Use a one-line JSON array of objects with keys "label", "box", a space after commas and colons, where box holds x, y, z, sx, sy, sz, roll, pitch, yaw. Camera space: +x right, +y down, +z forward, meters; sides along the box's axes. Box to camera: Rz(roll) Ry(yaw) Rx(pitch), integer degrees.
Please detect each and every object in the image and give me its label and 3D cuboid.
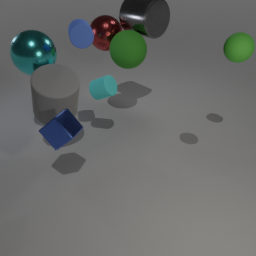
[{"label": "cube", "box": [-1.755, 0.030, 7.399, 0.700, 0.700, 0.700, -34, 12, 27]}, {"label": "ball", "box": [2.650, -1.923, 6.700, 0.700, 0.700, 0.700, 0, 32, 0]}, {"label": "cylinder", "box": [-0.835, -1.362, 9.471, 0.700, 0.700, 0.700, -12, 22, 34]}, {"label": "ball", "box": [0.010, -2.918, 10.439, 1.400, 1.400, 1.400, 0, 32, 0]}, {"label": "ball", "box": [-0.908, -3.863, 11.439, 1.400, 1.400, 1.400, 0, 32, 0]}, {"label": "cylinder", "box": [-1.392, -2.780, 8.246, 0.700, 0.700, 0.700, -7, 33, -11]}, {"label": "ball", "box": [-2.950, -2.344, 8.790, 1.400, 1.400, 1.400, 0, 32, 0]}, {"label": "cylinder", "box": [-2.234, -0.996, 8.640, 1.400, 1.400, 1.400, 7, 53, -10]}, {"label": "cylinder", "box": [0.625, -4.210, 10.586, 1.400, 1.400, 1.400, -26, 40, -35]}]
